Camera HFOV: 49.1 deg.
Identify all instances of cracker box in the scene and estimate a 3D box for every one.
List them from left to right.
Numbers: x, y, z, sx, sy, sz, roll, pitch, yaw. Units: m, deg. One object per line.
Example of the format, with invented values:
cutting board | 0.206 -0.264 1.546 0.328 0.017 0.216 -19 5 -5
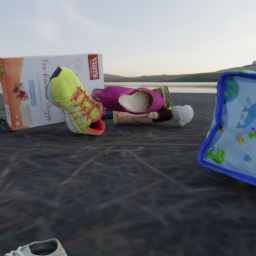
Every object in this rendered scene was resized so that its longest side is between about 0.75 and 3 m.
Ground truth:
cracker box | -2.098 -1.152 8.168 2.844 1.905 0.820 -13 21 -31

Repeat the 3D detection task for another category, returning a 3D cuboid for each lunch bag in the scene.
lunch bag | 2.502 0.100 3.805 2.507 1.598 2.132 19 13 26

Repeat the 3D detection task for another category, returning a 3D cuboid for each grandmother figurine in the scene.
grandmother figurine | 0.855 -0.457 9.464 2.648 0.802 1.606 0 11 7

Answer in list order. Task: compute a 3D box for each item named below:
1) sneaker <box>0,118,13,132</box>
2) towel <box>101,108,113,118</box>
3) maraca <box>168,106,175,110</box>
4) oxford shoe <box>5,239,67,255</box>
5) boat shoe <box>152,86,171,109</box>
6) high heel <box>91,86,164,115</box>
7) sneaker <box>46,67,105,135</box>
sneaker | -3.911 -0.137 8.272 1.298 0.514 0.489 -1 7 -17
towel | -0.695 -0.748 12.051 2.232 0.542 1.246 -8 11 -35
maraca | 1.589 -0.822 12.310 1.125 0.602 0.772 2 28 17
oxford shoe | -0.829 0.989 1.999 0.800 0.231 0.301 -8 15 -32
boat shoe | 0.775 -0.952 10.712 0.939 1.001 2.780 -8 -5 -10
high heel | 0.314 -0.747 7.694 2.531 0.853 1.214 10 6 -39
sneaker | -1.171 -0.605 7.108 1.085 0.939 2.402 19 -24 23
